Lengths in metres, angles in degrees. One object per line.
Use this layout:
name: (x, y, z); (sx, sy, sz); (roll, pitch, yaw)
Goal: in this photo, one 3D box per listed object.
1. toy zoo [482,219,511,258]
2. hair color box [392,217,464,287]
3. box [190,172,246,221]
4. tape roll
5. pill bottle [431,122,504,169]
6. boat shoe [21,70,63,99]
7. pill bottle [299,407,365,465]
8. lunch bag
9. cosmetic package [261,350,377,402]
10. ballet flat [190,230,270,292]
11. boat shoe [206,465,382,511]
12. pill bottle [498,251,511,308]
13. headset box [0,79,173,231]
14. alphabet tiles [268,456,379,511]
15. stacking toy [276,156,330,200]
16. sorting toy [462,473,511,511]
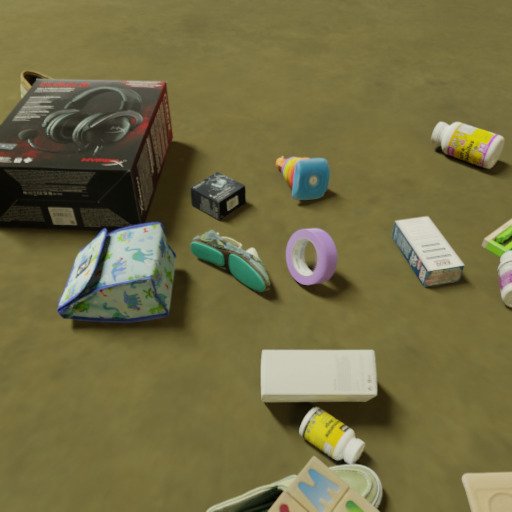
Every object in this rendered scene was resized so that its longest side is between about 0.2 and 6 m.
toy zoo: (5.182, -0.013, 9.877); (1.263, 0.197, 1.925); (-29, 49, -30)
hair color box: (2.972, -0.093, 9.803); (0.681, 0.412, 1.362); (-8, 42, -9)
box: (-0.746, -1.181, 11.008); (0.787, 0.462, 0.774); (29, 49, 31)
tape roll: (0.905, 0.012, 9.270); (0.301, 0.919, 0.919); (-6, 37, -38)
pill bottle: (4.596, -2.469, 12.260); (1.406, 0.733, 0.733); (29, 49, 30)
boat shoe: (-4.903, -3.884, 13.755); (2.618, 0.869, 0.969); (23, 46, 24)
pill bottle: (0.965, 2.292, 7.088); (0.762, 0.428, 0.428); (28, 49, 28)
lunch bag: (-2.236, 0.298, 8.958); (1.676, 1.068, 1.425); (-11, 39, 9)
cosmetic package: (0.795, 1.620, 7.470); (1.466, 0.789, 0.622); (1, 70, -1)
ballet flat: (-0.333, 0.007, 9.551); (1.751, 0.650, 0.650); (30, 49, 28)
boat shoe: (0.433, 2.865, 6.225); (2.253, 0.699, 0.811); (-15, 44, -18)
pill bottle: (4.274, 0.368, 9.194); (0.542, 0.542, 0.965); (8, 42, 9)
headset box: (-3.433, -2.278, 11.454); (2.920, 1.515, 3.923); (3, 43, 3)
alphabet tiles: (0.606, 3.796, 5.073); (2.518, 0.114, 3.013); (37, 58, 19)
stacking toy: (0.812, -1.741, 11.559); (0.791, 0.837, 1.442); (-8, 26, -26)
sorting toy: (3.835, 3.276, 5.998); (2.771, 0.408, 2.048); (-2, 40, 1)
